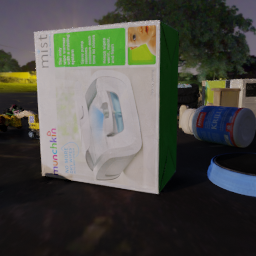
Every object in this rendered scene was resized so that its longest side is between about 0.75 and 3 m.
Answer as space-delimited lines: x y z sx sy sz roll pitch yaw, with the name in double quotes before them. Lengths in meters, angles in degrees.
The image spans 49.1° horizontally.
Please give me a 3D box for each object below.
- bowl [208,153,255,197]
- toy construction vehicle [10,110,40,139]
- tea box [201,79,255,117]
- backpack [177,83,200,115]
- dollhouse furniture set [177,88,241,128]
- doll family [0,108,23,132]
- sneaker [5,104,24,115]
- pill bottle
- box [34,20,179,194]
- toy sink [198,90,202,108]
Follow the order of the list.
"bowl" 2.209 0.746 4.818 1.612 0.316 1.612 0 10 0
"toy construction vehicle" -2.389 -0.217 9.169 2.251 0.793 1.960 6 11 32
"tea box" 5.124 -1.270 12.458 2.677 1.788 2.633 -3 10 -20
"backpack" 2.013 -1.200 12.686 2.035 1.660 1.565 -12 22 -23
"dollhouse furniture set" 2.869 -0.753 10.255 1.924 1.458 2.195 -4 11 -26
"doll family" -4.323 -0.205 9.420 1.203 0.816 2.081 6 15 9
"sneaker" -5.433 -0.902 13.430 1.329 0.574 0.534 3 40 28
"pill bottle" 2.419 -0.097 7.736 1.035 1.035 1.844 -8 11 -40
"box" -0.329 -0.397 4.912 2.234 2.532 1.224 5 11 22
"toy sink" 3.526 -1.315 15.240 0.830 1.481 0.965 -34 20 -15
